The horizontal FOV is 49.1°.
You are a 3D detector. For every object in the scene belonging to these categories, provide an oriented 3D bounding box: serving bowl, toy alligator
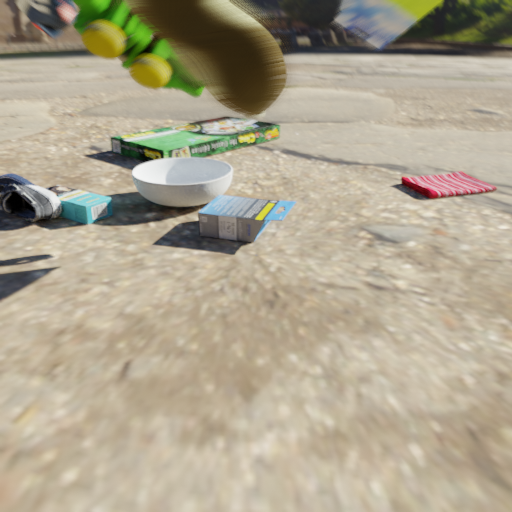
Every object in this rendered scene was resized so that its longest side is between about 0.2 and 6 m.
[{"bbox_3d":[-1.431,-1.395,11.044,1.968,0.647,1.968,0,23,0],"label":"serving bowl"},{"bbox_3d":[-1.493,-3.002,8.546,3.656,1.084,0.992,28,-22,-34],"label":"toy alligator"}]

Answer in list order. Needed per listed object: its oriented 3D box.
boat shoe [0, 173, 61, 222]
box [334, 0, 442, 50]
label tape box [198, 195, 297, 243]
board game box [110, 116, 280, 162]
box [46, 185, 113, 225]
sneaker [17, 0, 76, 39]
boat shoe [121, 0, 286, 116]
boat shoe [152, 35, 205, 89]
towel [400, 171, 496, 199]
[{"bbox_3d":[-4.431,-1.035,10.326,1.847,0.663,0.626,23,31,28],"label":"boat shoe"},{"bbox_3d":[2.033,-3.850,8.340,0.997,0.390,1.635,24,-20,-20],"label":"box"},{"bbox_3d":[-0.128,-0.634,9.563,1.455,0.461,1.050,7,25,16],"label":"label tape box"},{"bbox_3d":[-1.563,-3.247,15.433,2.254,0.505,4.302,23,33,37],"label":"board game box"},{"bbox_3d":[-3.423,-0.970,10.439,1.490,0.366,0.613,15,28,30],"label":"box"},{"bbox_3d":[-3.055,-3.986,8.555,0.738,0.832,1.969,-43,16,-22],"label":"sneaker"},{"bbox_3d":[-0.532,-2.326,5.881,2.488,0.908,0.783,19,29,-54],"label":"boat shoe"},{"bbox_3d":[-1.461,-4.272,10.794,0.691,2.196,0.801,-41,23,-22],"label":"boat shoe"},{"bbox_3d":[4.051,-1.521,11.907,1.647,0.185,1.191,-8,26,-17],"label":"towel"}]
